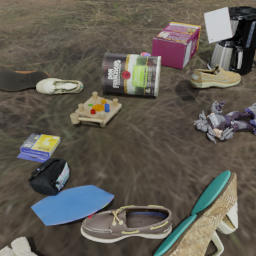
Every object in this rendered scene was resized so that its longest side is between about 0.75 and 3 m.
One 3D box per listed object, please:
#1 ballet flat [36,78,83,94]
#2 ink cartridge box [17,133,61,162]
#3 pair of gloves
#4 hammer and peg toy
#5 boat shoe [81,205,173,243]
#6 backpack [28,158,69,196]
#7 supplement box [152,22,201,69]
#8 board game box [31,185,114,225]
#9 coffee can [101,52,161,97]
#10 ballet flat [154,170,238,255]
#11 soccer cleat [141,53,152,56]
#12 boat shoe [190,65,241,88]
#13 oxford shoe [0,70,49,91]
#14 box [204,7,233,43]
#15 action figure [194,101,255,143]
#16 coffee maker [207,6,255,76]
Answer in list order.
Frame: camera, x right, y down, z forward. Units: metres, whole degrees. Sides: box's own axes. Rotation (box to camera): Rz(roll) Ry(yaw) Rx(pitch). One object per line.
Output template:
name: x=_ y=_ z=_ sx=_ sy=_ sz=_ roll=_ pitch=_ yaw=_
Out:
ballet flat: x=-2.566 y=-1.545 z=10.401 sx=1.755 sy=0.610 sz=0.610 roll=-3 pitch=39 yaw=-3
ink cartridge box: x=-2.600 y=0.554 z=8.179 sx=0.931 sy=0.222 sz=0.943 roll=9 pitch=38 yaw=10
pair of gloves: x=-2.198 y=3.440 z=4.358 sx=2.532 sy=0.522 sz=2.977 roll=30 pitch=49 yaw=32
hammer and peg toy: x=-1.059 y=-0.479 z=9.169 sx=1.207 sy=0.579 sz=1.641 roll=19 pitch=43 yaw=20
boat shoe: x=-0.032 y=2.013 z=6.054 sx=1.994 sy=0.594 sz=0.716 roll=0 pitch=39 yaw=0
backpack: x=-1.899 y=1.208 z=7.035 sx=0.804 sy=0.610 sz=0.964 roll=12 pitch=40 yaw=14
supplement box: x=2.229 y=-3.804 z=12.756 sx=1.539 sy=1.213 sz=2.351 roll=18 pitch=42 yaw=21
board game box: x=-1.194 y=1.799 z=6.189 sx=1.532 sy=0.378 sz=1.940 roll=-16 pitch=10 yaw=-30
coffee can: x=0.146 y=-1.957 z=10.264 sx=2.001 sy=1.465 sz=1.465 roll=5 pitch=39 yaw=6
ballet flat: x=1.707 y=2.063 z=5.925 sx=0.951 sy=1.027 sz=2.914 roll=46 pitch=56 yaw=11
soccer cleat: x=0.852 y=-2.853 z=12.180 sx=0.603 sy=0.526 sz=1.576 roll=3 pitch=36 yaw=-3
boat shoe: x=3.483 y=-2.038 z=10.844 sx=2.139 sy=0.815 sz=0.767 roll=-9 pitch=37 yaw=-18
oxford shoe: x=-4.164 y=-1.859 z=10.912 sx=2.209 sy=0.788 sz=0.787 roll=-2 pitch=14 yaw=-6
box: x=2.383 y=-2.695 z=7.461 sx=0.582 sy=0.743 sz=1.194 roll=-10 pitch=13 yaw=19
action figure: x=3.234 y=-0.250 z=8.706 sx=2.423 sy=0.840 sz=1.576 roll=-6 pitch=48 yaw=-1
coffee maker: x=4.578 y=-3.603 z=11.497 sx=2.388 sy=2.486 sz=1.675 roll=-26 pitch=46 yaw=-29
